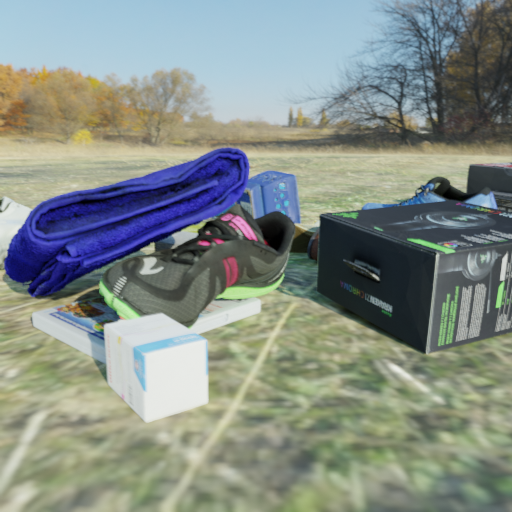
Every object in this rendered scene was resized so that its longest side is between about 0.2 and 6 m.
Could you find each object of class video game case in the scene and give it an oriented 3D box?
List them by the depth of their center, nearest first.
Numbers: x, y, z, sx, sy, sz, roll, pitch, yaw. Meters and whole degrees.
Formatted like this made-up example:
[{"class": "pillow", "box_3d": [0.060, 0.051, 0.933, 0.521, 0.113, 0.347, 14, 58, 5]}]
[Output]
[{"class": "video game case", "box_3d": [-1.275, 0.690, 6.824, 1.610, 0.203, 2.248, 13, 18, 41]}]

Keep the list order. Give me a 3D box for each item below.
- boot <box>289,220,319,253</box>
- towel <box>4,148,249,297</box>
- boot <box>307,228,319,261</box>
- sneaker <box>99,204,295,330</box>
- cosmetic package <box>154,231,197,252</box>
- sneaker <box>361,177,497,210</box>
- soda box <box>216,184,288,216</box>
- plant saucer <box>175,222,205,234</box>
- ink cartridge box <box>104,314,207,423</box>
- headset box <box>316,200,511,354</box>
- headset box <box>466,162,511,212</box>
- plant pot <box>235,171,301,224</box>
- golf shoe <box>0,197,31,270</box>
[{"class": "boot", "box_3d": [0.994, -0.426, 10.932, 1.507, 0.543, 1.166, 8, 15, 9]}, {"class": "towel", "box_3d": [-1.752, -0.275, 7.030, 2.503, 0.840, 3.389, -22, 3, -29]}, {"class": "boot", "box_3d": [2.214, 0.014, 9.412, 2.042, 0.743, 2.169, -8, 27, -36]}, {"class": "sneaker", "box_3d": [-0.553, -0.001, 6.332, 1.122, 1.224, 2.923, 38, 31, 20]}, {"class": "cosmetic package", "box_3d": [-0.760, 0.046, 8.660, 1.491, 0.672, 0.797, 10, 19, 25]}, {"class": "sneaker", "box_3d": [3.460, -1.015, 11.365, 2.844, 1.268, 1.117, 3, 24, 36]}, {"class": "soda box", "box_3d": [-0.300, -1.492, 14.882, 2.431, 0.824, 0.780, 2, 13, 9]}, {"class": "plant saucer", "box_3d": [-1.647, -0.568, 12.313, 1.255, 0.195, 1.255, 0, 14, 0]}, {"class": "ink cartridge box", "box_3d": [-0.915, 0.921, 4.925, 0.592, 0.608, 0.946, -8, 16, -34]}, {"class": "headset box", "box_3d": [2.207, 0.111, 6.964, 2.477, 1.149, 2.156, -8, 18, -25]}, {"class": "headset box", "box_3d": [7.483, -1.728, 14.695, 3.519, 1.359, 2.619, -9, 17, -32]}, {"class": "plant pot", "box_3d": [0.200, -1.241, 13.021, 1.138, 1.266, 1.266, -15, 19, -26]}, {"class": "golf shoe", "box_3d": [-3.833, -0.522, 9.523, 0.956, 1.187, 2.441, -25, -3, 30]}]
